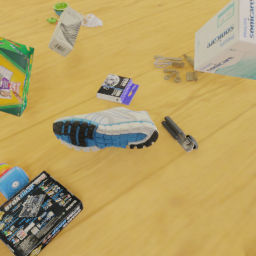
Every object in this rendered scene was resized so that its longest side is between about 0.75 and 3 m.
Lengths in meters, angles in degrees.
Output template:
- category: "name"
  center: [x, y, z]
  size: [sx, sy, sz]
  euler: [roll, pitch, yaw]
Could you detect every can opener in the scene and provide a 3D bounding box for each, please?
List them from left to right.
- category: "can opener"
  center: [1.544, 0.180, 8.335]
  size: [0.455, 0.363, 1.362]
  euler: [5, 37, -42]

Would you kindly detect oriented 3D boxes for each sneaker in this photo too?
- category: "sneaker"
  center: [-0.658, -0.088, 8.153]
  size: [2.943, 1.103, 1.275]
  euler: [2, 41, -9]

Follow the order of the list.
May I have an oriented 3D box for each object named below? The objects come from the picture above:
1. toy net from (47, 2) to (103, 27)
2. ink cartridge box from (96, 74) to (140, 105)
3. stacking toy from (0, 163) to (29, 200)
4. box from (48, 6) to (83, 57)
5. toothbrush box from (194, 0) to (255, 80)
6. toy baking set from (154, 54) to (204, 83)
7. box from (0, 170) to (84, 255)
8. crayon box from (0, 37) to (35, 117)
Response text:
- category: "toy net"
  center: [-2.448, -5.151, 12.999]
  size: [2.596, 0.501, 1.362]
  euler: [18, 50, 15]
- category: "ink cartridge box"
  center: [-0.323, -1.360, 9.720]
  size: [1.190, 0.258, 1.179]
  euler: [15, 49, 12]
- category: "stacking toy"
  center: [-3.218, 1.186, 7.226]
  size: [1.299, 0.754, 0.713]
  euler: [22, 54, 37]
- category: "box"
  center: [-1.635, -2.569, 7.451]
  size: [0.542, 0.451, 1.320]
  euler: [28, 54, -30]
- category: "toothbrush box"
  center: [3.276, -2.053, 6.980]
  size: [2.651, 1.941, 1.131]
  euler: [4, 82, -14]
- category: "toy baking set"
  center: [1.873, -2.394, 10.665]
  size: [1.561, 0.237, 2.034]
  euler: [-16, 50, -14]
- category: "box"
  center: [-2.151, 2.005, 6.543]
  size: [1.401, 0.405, 1.763]
  euler: [31, 55, 25]
- category: "crayon box"
  center: [-3.004, -1.244, 6.866]
  size: [1.081, 1.820, 0.530]
  euler: [17, 37, -8]
